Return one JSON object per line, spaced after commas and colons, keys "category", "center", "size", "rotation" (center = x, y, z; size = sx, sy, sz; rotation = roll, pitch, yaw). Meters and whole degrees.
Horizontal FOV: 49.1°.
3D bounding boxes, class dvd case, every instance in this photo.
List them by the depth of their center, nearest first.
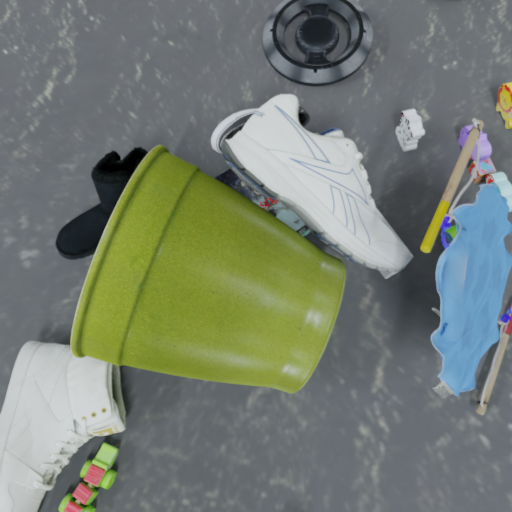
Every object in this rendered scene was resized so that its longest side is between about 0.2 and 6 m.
{"category": "dvd case", "center": [-0.100, -0.841, 10.597], "size": [1.443, 0.218, 1.976], "rotation": [-33, 72, -13]}

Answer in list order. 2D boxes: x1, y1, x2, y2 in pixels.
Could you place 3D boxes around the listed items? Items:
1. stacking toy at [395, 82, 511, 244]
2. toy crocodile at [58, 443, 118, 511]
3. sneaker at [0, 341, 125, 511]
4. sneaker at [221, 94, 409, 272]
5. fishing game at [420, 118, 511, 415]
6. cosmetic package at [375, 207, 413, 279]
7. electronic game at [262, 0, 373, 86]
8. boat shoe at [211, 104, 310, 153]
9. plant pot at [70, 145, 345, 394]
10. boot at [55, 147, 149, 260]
{"category": "stacking toy", "center": [4.411, -1.648, 10.633], "size": [2.501, 0.779, 3.317], "rotation": [-15, 69, -6]}
{"category": "toy crocodile", "center": [-2.608, 3.624, 8.633], "size": [0.499, 0.457, 1.480], "rotation": [26, 70, 10]}
{"category": "sneaker", "center": [-2.962, 2.848, 8.587], "size": [1.792, 1.142, 3.100], "rotation": [2, 66, 4]}
{"category": "sneaker", "center": [1.199, -1.019, 8.612], "size": [3.543, 1.320, 1.543], "rotation": [38, 91, -19]}
{"category": "fishing game", "center": [3.068, 0.508, 8.170], "size": [0.675, 4.342, 3.109], "rotation": [9, 60, 38]}
{"category": "cosmetic package", "center": [2.221, -0.269, 10.123], "size": [0.440, 0.627, 1.236], "rotation": [-29, 73, -14]}
{"category": "electronic game", "center": [1.311, -4.695, 12.013], "size": [2.357, 0.490, 2.357], "rotation": [-2, 74, 5]}
{"category": "boat shoe", "center": [0.138, -2.322, 10.341], "size": [1.967, 0.688, 0.652], "rotation": [-23, 41, -24]}
{"category": "plant pot", "center": [-0.534, 0.532, 8.626], "size": [3.294, 3.421, 3.421], "rotation": [22, 69, -3]}
{"category": "boot", "center": [-2.657, -0.929, 9.619], "size": [2.021, 1.698, 0.772], "rotation": [-30, 68, -19]}
